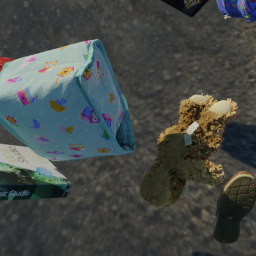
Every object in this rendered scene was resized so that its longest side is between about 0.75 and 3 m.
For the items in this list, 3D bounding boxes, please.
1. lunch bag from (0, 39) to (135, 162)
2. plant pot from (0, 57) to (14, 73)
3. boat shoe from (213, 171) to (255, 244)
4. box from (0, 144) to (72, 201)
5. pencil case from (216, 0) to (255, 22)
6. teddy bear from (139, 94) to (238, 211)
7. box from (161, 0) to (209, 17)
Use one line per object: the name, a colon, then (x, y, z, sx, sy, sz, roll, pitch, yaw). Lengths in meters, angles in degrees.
lunch bag: (-1.118, -0.254, 5.572, 2.073, 2.434, 1.484, -10, 45, 19)
plant pot: (-2.668, -0.825, 5.934, 1.053, 1.053, 0.959, -1, 38, 0)
boat shoe: (1.962, 1.443, 5.317, 0.593, 1.649, 0.557, 10, 31, 8)
box: (-2.426, 0.816, 5.538, 1.605, 2.224, 0.404, 33, 102, 36)
pencil case: (3.139, -3.404, 7.254, 1.156, 2.962, 1.286, 18, 114, -5)
teddy bear: (1.290, 0.488, 5.910, 1.962, 0.903, 2.706, 4, 69, 47)
box: (1.550, -4.103, 7.183, 2.037, 2.052, 0.510, 15, 58, -29)
